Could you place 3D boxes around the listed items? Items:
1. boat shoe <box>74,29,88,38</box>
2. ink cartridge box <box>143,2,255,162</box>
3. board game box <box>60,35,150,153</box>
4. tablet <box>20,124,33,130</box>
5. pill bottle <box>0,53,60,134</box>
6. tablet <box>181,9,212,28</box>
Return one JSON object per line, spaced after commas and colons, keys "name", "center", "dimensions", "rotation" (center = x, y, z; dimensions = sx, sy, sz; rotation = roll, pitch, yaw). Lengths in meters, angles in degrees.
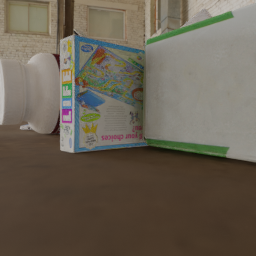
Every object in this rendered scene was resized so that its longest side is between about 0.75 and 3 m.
{"name": "boat shoe", "center": [-1.290, -2.647, 8.713], "dimensions": [1.058, 0.319, 0.391], "rotation": [35, 29, -23]}
{"name": "ink cartridge box", "center": [1.915, -0.376, 3.018], "dimensions": [2.885, 1.198, 2.115], "rotation": [-2, 3, -36]}
{"name": "board game box", "center": [0.022, -0.350, 3.344], "dimensions": [1.708, 1.148, 0.292], "rotation": [-1, 3, -42]}
{"name": "tablet", "center": [-1.838, -0.217, 8.218], "dimensions": [1.603, 0.168, 2.463], "rotation": [-7, 6, 9]}
{"name": "pill bottle", "center": [-1.179, -0.699, 5.958], "dimensions": [2.886, 1.630, 1.630], "rotation": [-3, 3, -32]}
{"name": "tablet", "center": [2.332, -2.384, 8.184], "dimensions": [1.209, 1.858, 0.127], "rotation": [-32, 16, 45]}
